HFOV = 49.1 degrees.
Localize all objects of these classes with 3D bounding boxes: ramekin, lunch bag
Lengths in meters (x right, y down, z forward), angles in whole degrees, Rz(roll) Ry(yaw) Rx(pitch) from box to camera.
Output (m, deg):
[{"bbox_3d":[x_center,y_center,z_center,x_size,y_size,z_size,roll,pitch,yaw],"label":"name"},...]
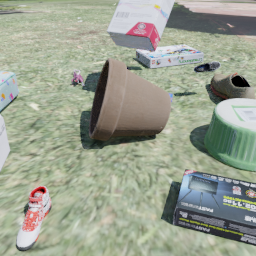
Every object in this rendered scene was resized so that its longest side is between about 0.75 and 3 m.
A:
[{"bbox_3d":[3.193,0.065,7.398,2.175,1.062,2.175,0,30,0],"label":"ramekin"},{"bbox_3d":[-5.092,-1.248,9.802,1.932,0.929,2.410,-1,30,4],"label":"lunch bag"}]

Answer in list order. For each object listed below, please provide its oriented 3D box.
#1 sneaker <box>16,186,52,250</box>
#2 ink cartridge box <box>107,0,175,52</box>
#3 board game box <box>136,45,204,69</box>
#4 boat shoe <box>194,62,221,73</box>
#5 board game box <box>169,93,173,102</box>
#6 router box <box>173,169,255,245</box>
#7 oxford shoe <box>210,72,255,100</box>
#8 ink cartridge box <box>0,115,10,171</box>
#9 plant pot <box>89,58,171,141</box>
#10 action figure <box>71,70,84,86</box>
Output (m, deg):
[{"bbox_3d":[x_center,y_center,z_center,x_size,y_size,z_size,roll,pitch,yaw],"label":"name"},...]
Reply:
[{"bbox_3d":[-1.778,1.604,5.203,0.387,0.621,1.159,5,31,8],"label":"sneaker"},{"bbox_3d":[0.484,-3.862,9.536,1.625,0.943,2.202,17,78,25],"label":"ink cartridge box"},{"bbox_3d":[2.120,-3.737,14.474,2.980,0.516,1.881,-10,32,-17],"label":"board game box"},{"bbox_3d":[2.795,-2.149,9.806,0.961,0.336,0.319,-7,1,-1],"label":"boat shoe"},{"bbox_3d":[0.751,-0.906,9.796,1.143,0.338,1.503,16,34,25],"label":"board game box"},{"bbox_3d":[1.791,1.491,5.515,1.620,0.503,1.214,9,31,15],"label":"router box"},{"bbox_3d":[3.851,-1.566,10.185,1.018,1.081,2.891,-4,30,-7],"label":"oxford shoe"},{"bbox_3d":[-4.361,0.682,6.252,2.765,1.146,2.029,-2,30,-4],"label":"ink cartridge box"},{"bbox_3d":[0.084,-0.638,7.887,1.948,2.233,2.233,11,27,-15],"label":"plant pot"},{"bbox_3d":[-2.050,-2.067,11.595,0.548,0.609,0.818,4,16,-5],"label":"action figure"}]
